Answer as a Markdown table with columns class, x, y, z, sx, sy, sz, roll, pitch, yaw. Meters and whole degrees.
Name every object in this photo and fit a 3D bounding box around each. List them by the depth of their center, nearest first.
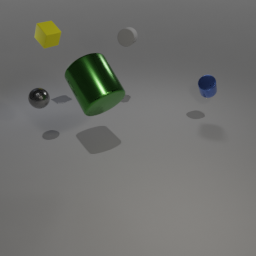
| class | x | y | z | sx | sy | sz | roll | pitch | yaw |
| --- | --- | --- | --- | --- | --- | --- | --- | --- | --- |
| cylinder | -1.002 | -1.300 | 8.536 | 1.400 | 1.400 | 1.400 | -22 | 76 | -34 |
| ball | -2.997 | -1.003 | 9.442 | 0.700 | 0.700 | 0.700 | 0 | 29 | 0 |
| cube | -3.186 | -3.712 | 11.126 | 0.700 | 0.700 | 0.700 | -30 | 74 | -38 |
| cylinder | 3.224 | -1.679 | 11.342 | 0.700 | 0.700 | 0.700 | -7 | 67 | 18 |
| cylinder | -0.013 | -3.703 | 11.375 | 0.700 | 0.700 | 0.700 | 6 | 24 | 11 |
